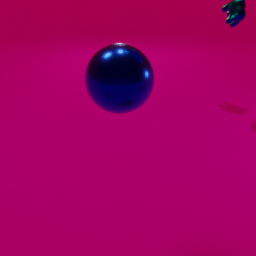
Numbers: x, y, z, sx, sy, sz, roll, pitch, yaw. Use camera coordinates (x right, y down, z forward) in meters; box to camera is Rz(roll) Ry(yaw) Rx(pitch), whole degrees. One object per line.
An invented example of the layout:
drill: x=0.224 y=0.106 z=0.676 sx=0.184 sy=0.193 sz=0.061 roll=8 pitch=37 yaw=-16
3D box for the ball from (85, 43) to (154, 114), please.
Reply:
ball: x=-0.093 y=-0.539 z=3.105 sx=0.767 sy=0.767 sz=0.767 roll=0 pitch=29 yaw=0

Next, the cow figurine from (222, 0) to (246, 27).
cow figurine: x=3.195 y=-3.505 z=7.958 sx=0.550 sy=0.987 sz=1.003 roll=15 pitch=59 yaw=-38
